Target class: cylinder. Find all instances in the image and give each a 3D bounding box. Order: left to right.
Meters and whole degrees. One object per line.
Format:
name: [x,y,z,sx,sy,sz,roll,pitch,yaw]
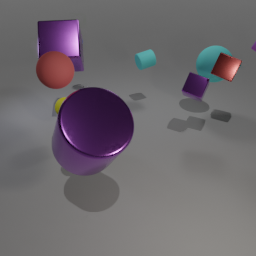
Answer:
cylinder: [-2.087,-0.654,9.737,0.700,0.700,0.700,-20,29,-31]
cylinder: [-0.751,0.120,5.586,1.400,1.400,1.400,7,66,-17]
cylinder: [0.740,-2.909,11.948,0.700,0.700,0.700,-22,35,-13]

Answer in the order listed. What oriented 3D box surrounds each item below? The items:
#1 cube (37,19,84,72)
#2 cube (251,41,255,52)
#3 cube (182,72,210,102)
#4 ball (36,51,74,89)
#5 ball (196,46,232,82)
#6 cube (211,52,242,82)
cube: [-2.383,-2.910,10.135,1.400,1.400,1.400,-4,-8,-4]
cube: [4.494,-2.715,8.832,0.700,0.700,0.700,35,-3,3]
cube: [2.307,-1.387,9.557,0.700,0.700,0.700,24,1,15]
ball: [-1.369,-1.088,5.280,0.700,0.700,0.700,0,30,0]
ball: [3.377,-2.489,10.944,1.400,1.400,1.400,0,30,0]
cube: [3.131,-1.942,8.933,0.700,0.700,0.700,27,19,13]
